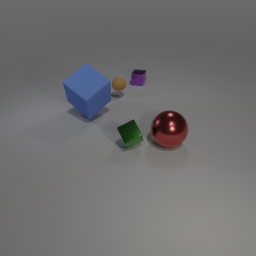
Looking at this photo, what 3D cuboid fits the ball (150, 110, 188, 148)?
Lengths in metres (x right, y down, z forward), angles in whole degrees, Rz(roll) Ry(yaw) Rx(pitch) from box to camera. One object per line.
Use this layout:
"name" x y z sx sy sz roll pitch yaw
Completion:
"ball" 1.540 0.041 10.443 1.400 1.400 1.400 0 32 0

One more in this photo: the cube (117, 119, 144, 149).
"cube" 0.093 0.233 10.274 0.700 0.700 0.700 -27 69 -2

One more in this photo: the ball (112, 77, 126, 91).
"ball" -0.443 -2.175 13.834 0.700 0.700 0.700 0 32 0

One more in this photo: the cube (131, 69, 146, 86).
"cube" 0.602 -2.794 15.551 0.700 0.700 0.700 9 33 13

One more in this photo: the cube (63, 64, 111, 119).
"cube" -1.682 -1.543 11.841 1.400 1.400 1.400 38 67 18
